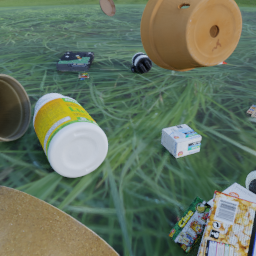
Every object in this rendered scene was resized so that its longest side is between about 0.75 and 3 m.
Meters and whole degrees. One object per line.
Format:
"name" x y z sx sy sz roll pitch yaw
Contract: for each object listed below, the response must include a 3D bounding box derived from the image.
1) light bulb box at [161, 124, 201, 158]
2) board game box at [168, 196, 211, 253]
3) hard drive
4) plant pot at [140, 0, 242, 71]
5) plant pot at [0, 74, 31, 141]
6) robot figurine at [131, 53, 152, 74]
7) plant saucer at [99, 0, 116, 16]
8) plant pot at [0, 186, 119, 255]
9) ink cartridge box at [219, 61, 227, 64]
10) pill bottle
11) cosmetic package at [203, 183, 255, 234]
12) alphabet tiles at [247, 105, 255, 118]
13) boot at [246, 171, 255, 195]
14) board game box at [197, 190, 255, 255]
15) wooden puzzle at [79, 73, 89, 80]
"light bulb box" 1.548 0.363 8.220 0.838 0.527 0.845 -13 32 -21
"board game box" 1.255 1.850 5.421 0.976 0.114 0.511 -52 44 -6
"hard drive" -2.851 -3.711 15.527 1.688 0.457 2.417 1 29 1
"plant pot" 2.180 -3.225 9.124 2.988 2.988 2.091 -12 25 -20
"plant pot" -4.365 -0.539 8.680 1.751 2.019 2.019 -5 26 23
"robot figurine" 0.737 -3.338 14.442 1.089 0.905 1.450 -2 29 -15
"plant saucer" -0.757 -4.335 9.952 0.142 0.779 0.779 -11 17 41
"plant pot" -1.548 2.396 3.159 2.385 2.385 2.559 12 47 21
"ink cartridge box" 5.209 -3.847 16.065 0.695 0.174 0.800 -7 30 -10
"pill bottle" -1.761 0.010 7.813 1.511 1.511 2.721 -14 33 -24
"cosmetic package" 2.427 1.972 5.412 1.393 0.477 1.847 -20 35 -33
"alphabet tiles" 5.076 -0.594 10.415 1.065 0.041 1.280 20 35 31
"boot" 3.947 1.319 6.239 2.439 0.883 1.759 22 35 19
"board game box" 2.376 2.323 3.897 2.850 0.660 2.159 14 53 23
"wooden puzzle" -2.194 -2.578 13.886 0.563 0.098 0.834 -8 31 -14
